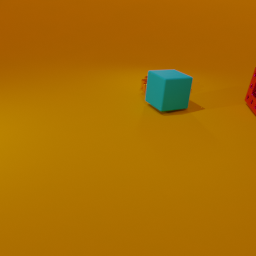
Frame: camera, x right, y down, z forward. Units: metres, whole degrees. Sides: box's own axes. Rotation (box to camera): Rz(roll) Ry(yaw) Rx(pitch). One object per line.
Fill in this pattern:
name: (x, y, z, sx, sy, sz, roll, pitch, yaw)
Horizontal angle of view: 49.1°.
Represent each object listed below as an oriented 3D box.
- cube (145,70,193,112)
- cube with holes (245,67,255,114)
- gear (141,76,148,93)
cube: (1.397, -1.339, 9.779, 1.133, 1.133, 1.133, -8, 28, -25)
cube with holes: (4.909, -1.188, 9.411, 1.253, 1.253, 1.253, 7, 29, 0)
gear: (1.521, -1.793, 11.623, 1.897, 0.351, 1.897, 0, 28, 0)
